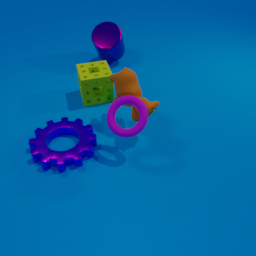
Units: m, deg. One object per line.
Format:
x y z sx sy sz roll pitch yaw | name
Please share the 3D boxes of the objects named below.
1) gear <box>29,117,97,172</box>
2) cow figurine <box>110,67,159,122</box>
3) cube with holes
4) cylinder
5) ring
-1.783 0.404 7.762 1.795 0.332 1.795 0 42 0 | gear
0.149 -0.936 7.712 0.820 1.494 1.470 -19 14 -28 | cow figurine
-1.090 -1.495 9.331 1.017 1.017 1.017 -11 44 -12 | cube with holes
-0.729 -3.265 10.708 1.127 1.127 1.127 -1 78 6 | cylinder
-0.023 -0.294 7.055 1.082 0.216 1.082 -3 79 16 | ring
